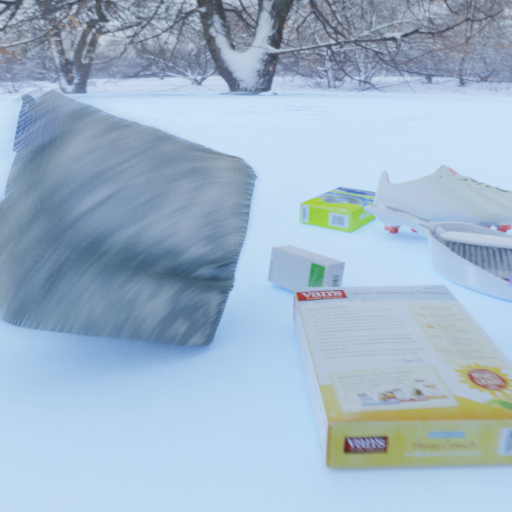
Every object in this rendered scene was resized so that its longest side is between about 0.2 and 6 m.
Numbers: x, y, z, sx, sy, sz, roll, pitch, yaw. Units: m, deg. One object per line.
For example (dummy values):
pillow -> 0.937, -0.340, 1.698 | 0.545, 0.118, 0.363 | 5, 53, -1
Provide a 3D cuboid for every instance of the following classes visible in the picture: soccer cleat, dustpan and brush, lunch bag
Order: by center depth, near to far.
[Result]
lunch bag -> -1.566, -0.407, 6.635 | 2.841, 2.383, 1.980 | 13, 11, -31
dustpan and brush -> 3.260, -0.241, 9.362 | 3.116, 0.892, 2.174 | 12, 24, 30
soccer cleat -> 3.882, -1.089, 10.499 | 3.333, 1.293, 1.155 | 1, -1, 19

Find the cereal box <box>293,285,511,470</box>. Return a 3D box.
cereal box -> 1.556, 1.125, 6.152 | 2.065, 0.567, 2.870 | -1, 20, -2

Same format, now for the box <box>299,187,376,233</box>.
box -> 1.977, -1.057, 12.178 | 1.234, 0.482, 2.024 | 15, 26, 33

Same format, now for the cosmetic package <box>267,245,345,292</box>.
cosmetic package -> 0.738, 0.246, 8.436 | 1.100, 0.592, 0.467 | 17, 16, 40

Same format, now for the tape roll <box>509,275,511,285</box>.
tape roll -> 3.988, 0.462, 7.961 | 0.736, 0.241, 0.736 | 25, 27, -14
